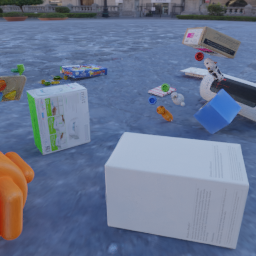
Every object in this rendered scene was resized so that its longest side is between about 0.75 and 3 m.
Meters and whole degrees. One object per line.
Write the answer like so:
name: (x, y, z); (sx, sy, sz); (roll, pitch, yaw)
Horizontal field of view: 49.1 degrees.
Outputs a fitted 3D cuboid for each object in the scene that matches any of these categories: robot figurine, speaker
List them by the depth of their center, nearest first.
robot figurine: (-2.897, 0.956, 4.850); (2.800, 1.633, 2.014); (24, 63, 38)
speaker: (3.839, -1.105, 9.701); (1.157, 1.157, 2.850); (-13, 29, -25)

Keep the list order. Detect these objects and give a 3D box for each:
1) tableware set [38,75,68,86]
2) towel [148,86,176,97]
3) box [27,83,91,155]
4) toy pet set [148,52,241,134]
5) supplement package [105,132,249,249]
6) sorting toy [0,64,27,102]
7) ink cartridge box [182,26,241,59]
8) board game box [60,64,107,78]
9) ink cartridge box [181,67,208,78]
tableware set: (-3.478, -2.284, 13.207); (0.931, 0.212, 1.382); (23, 34, 39)
towel: (1.442, -1.543, 11.775); (0.748, 0.153, 1.023); (23, 36, 39)
box: (-1.789, -0.273, 7.450); (1.397, 1.584, 0.766); (-17, 30, -30)
toy pet set: (2.037, -0.844, 8.344); (2.136, 2.287, 1.215); (46, 13, 2)
supplement package: (0.832, 1.016, 5.062); (2.213, 1.342, 1.326); (6, 26, 13)
sorting toy: (-2.995, -1.084, 6.946); (0.924, 1.251, 0.184); (-10, 55, -45)
ink cartridge box: (2.324, -2.441, 7.991); (1.123, 0.512, 1.364); (16, 14, -15)
board game box: (-2.220, -2.892, 14.094); (1.993, 0.343, 1.349); (-16, 30, -41)
ink cartridge box: (3.453, -2.703, 13.956); (1.372, 0.307, 1.209); (22, 32, 38)
